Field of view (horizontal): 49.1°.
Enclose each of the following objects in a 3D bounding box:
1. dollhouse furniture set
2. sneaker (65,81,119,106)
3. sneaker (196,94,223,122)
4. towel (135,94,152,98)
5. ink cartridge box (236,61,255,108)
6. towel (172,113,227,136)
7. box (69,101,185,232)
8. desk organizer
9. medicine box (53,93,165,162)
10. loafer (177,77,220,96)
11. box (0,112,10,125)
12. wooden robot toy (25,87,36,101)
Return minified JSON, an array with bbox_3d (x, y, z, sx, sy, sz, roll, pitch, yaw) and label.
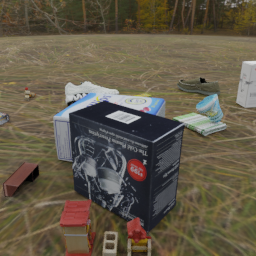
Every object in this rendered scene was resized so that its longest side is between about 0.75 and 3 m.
[{"bbox_3d":[-0.402,2.009,5.534,1.734,0.933,0.705,0,24,1],"label":"dollhouse furniture set"},{"bbox_3d":[-1.693,-1.728,13.415,2.726,1.105,1.024,-7,-17,-30],"label":"sneaker"},{"bbox_3d":[3.211,-0.610,10.756,0.659,1.081,1.656,-14,11,39],"label":"sneaker"},{"bbox_3d":[0.453,-1.589,14.769,1.512,0.137,0.651,-13,22,-26],"label":"towel"},{"bbox_3d":[6.260,-2.125,13.472,1.545,2.109,0.873,-4,24,-9],"label":"ink cartridge box"},{"bbox_3d":[2.893,-0.183,11.461,1.352,0.278,1.813,-12,24,-31],"label":"towel"},{"bbox_3d":[-0.096,0.777,6.714,2.453,2.233,1.277,18,29,35],"label":"box"},{"bbox_3d":[-2.874,1.390,7.614,0.435,0.405,1.130,6,24,8],"label":"desk organizer"},{"bbox_3d":[-0.472,-0.014,9.382,2.983,1.536,2.717,7,24,15],"label":"medicine box"},{"bbox_3d":[3.986,-2.473,15.781,2.570,0.895,0.966,16,28,33],"label":"loafer"},{"bbox_3d":[-5.838,-0.372,11.717,1.309,0.316,1.036,10,25,23],"label":"box"},{"bbox_3d":[-5.188,-1.824,14.868,0.559,0.543,1.232,3,22,-21],"label":"wooden robot toy"}]
